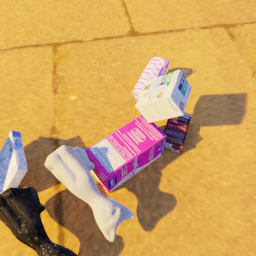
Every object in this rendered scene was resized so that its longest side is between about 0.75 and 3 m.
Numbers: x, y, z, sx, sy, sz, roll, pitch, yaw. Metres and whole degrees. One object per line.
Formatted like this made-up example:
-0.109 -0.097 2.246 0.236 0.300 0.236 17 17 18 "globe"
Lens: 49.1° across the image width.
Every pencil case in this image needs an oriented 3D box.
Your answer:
0.740 -1.554 9.162 0.700 0.687 1.637 1 60 53 "pencil case"

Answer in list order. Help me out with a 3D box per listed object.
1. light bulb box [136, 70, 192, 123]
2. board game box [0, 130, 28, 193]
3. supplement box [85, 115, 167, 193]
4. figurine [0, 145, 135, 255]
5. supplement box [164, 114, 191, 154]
0.944 -0.812 7.303 1.085 0.677 1.076 -13 40 40 "light bulb box"
-3.020 0.979 7.156 0.284 1.307 1.301 14 36 -39 "board game box"
-0.049 0.656 7.566 1.990 1.007 1.029 -32 61 -20 "supplement box"
-1.356 1.880 6.219 2.390 1.029 2.332 -39 75 -14 "figurine"
1.425 0.093 8.365 0.671 0.375 1.233 17 55 9 "supplement box"
